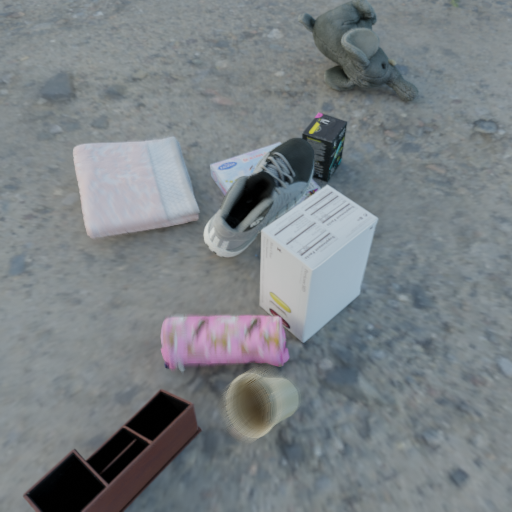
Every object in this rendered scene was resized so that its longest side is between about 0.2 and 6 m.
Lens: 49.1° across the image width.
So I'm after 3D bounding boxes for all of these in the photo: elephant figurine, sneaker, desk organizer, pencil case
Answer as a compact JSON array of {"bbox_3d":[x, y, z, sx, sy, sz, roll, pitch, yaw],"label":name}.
[{"bbox_3d":[2.623,-5.090,14.338,2.105,1.920,2.714,-22,63,18],"label":"elephant figurine"},{"bbox_3d":[0.300,-1.324,10.464,1.151,1.772,3.068,38,70,1],"label":"sneaker"},{"bbox_3d":[-1.912,2.846,7.814,0.853,0.915,2.377,33,57,25],"label":"desk organizer"},{"bbox_3d":[-0.507,1.406,9.134,2.039,0.844,0.882,-2,75,-3],"label":"pencil case"}]

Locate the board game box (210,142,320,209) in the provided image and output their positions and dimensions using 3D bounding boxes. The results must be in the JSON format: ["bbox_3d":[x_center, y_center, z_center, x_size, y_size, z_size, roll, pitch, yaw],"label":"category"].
[{"bbox_3d":[0.167,-1.593,12.052,1.768,0.364,1.764,-20,52,-17],"label":"board game box"}]

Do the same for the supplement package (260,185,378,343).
[{"bbox_3d":[0.988,0.163,9.421,1.570,2.016,1.118,-36,58,-27],"label":"supplement package"}]

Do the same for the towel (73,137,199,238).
[{"bbox_3d":[-2.508,-1.520,11.615,2.277,0.384,2.384,-10,55,-15],"label":"towel"}]

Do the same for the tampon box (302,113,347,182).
[{"bbox_3d":[1.453,-2.366,12.227,0.708,1.121,0.840,22,53,18],"label":"tampon box"}]

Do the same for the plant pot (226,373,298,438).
[{"bbox_3d":[0.161,2.142,8.255,0.896,0.896,0.820,43,22,31],"label":"plant pot"}]
